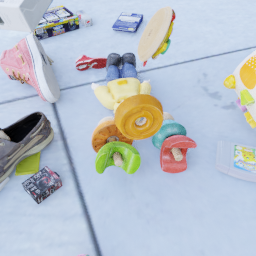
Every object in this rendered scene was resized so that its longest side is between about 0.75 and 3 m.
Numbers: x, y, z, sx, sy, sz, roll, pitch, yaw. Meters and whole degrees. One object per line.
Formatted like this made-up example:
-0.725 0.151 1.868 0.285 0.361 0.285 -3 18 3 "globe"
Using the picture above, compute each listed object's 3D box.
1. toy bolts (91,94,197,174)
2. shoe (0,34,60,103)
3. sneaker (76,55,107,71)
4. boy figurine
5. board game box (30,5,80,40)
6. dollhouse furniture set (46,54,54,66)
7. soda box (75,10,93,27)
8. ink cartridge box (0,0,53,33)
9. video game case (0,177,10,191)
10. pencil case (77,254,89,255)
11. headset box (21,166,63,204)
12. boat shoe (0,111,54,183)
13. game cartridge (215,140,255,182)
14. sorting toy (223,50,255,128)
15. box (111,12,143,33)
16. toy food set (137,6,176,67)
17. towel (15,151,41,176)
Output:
0.414 -0.074 6.729 2.356 2.250 1.634 7 36 -19 "toy bolts"
-3.184 -1.721 9.002 1.323 1.039 2.908 -28 60 3 "shoe"
-1.299 -2.455 10.018 1.207 0.473 0.697 -8 47 -10 "sneaker"
-0.185 -1.149 8.417 1.826 0.946 2.937 -1 43 -4 "boy figurine"
-3.324 -4.548 12.012 1.963 0.557 1.623 -25 49 -22 "board game box"
-3.245 -2.386 10.087 0.798 0.611 1.218 -42 75 -10 "dollhouse furniture set"
-1.972 -4.892 12.489 0.368 0.342 1.078 -21 49 -20 "soda box"
-1.352 -1.347 2.947 0.948 0.322 0.550 12 62 15 "ink cartridge box"
-3.605 1.554 6.295 1.107 0.135 1.548 15 47 15 "video game case"
-0.706 2.779 4.837 0.493 0.493 1.128 -18 46 -17 "pencil case"
-1.936 1.278 6.454 0.575 0.290 0.773 33 54 28 "headset box"
-2.982 0.438 6.617 1.000 0.985 2.686 27 49 25 "boat shoe"
2.931 0.841 6.870 1.501 0.304 1.001 12 46 11 "game cartridge"
3.585 -0.365 7.137 1.317 2.464 2.218 -28 56 30 "sorting toy"
-0.017 -4.550 12.198 1.023 0.274 1.688 11 45 11 "box"
0.723 -2.404 7.356 0.385 1.581 1.565 22 79 -20 "toy food set"
-2.544 0.632 7.215 0.574 0.120 1.334 -6 46 -5 "towel"
